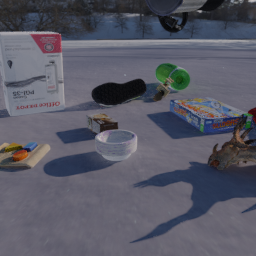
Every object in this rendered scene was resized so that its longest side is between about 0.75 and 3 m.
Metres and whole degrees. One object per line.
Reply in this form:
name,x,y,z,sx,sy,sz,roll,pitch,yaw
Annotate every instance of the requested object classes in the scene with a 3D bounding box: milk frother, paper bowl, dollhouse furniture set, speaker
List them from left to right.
paper bowl,-0.302,0.457,7.156,1.067,0.555,1.067,0,20,0
dollhouse furniture set,1.853,-1.902,13.540,0.591,0.780,0.889,44,36,12
speaker,2.388,-2.874,15.446,1.229,1.229,2.780,-4,21,-12
milk frother,0.970,-2.694,5.957,1.598,1.698,1.533,-23,50,-38

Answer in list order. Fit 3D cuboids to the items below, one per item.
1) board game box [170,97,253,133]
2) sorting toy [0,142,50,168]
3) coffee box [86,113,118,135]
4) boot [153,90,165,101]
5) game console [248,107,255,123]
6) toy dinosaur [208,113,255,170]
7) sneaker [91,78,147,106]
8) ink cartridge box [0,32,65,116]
board game box,2.847,-0.545,10.078,1.791,0.456,2.647,-6,21,-16
sorting toy,-2.863,0.711,6.887,1.316,0.262,1.780,3,20,7
coffee box,-0.832,-0.107,8.894,0.630,0.439,1.102,-10,22,-27
boot,1.357,-1.422,12.892,0.364,0.355,0.965,-30,9,37
game console,5.593,-0.254,9.645,2.006,1.381,2.328,33,23,-1
toy dinosaur,3.566,0.384,6.512,2.989,1.283,2.026,-1,13,-20
sneaker,-0.428,-1.464,12.411,2.834,1.016,1.174,-14,-2,-33
ink cartridge box,-3.657,-2.109,10.755,2.173,2.966,1.228,-11,26,-27
